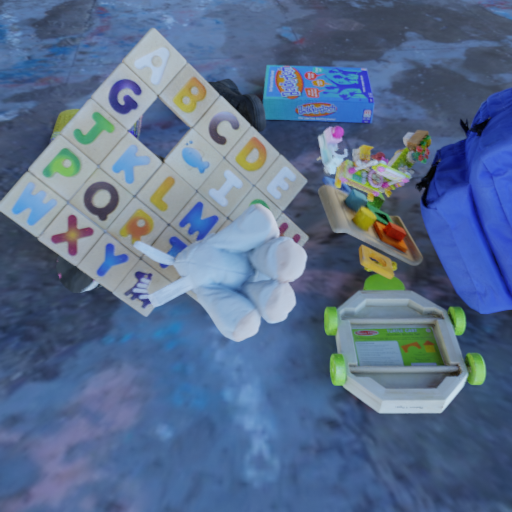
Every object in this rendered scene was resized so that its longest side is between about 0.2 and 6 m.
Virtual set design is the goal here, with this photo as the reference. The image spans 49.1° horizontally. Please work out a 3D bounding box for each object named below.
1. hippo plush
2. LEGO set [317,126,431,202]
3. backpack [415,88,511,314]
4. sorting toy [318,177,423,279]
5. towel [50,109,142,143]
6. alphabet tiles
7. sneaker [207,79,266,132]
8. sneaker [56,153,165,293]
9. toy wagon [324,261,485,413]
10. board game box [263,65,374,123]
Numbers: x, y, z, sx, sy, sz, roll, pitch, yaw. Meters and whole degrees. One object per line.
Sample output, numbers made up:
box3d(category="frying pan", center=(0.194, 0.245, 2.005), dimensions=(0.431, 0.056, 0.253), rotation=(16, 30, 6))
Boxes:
box3d(category="hippo plush", center=(-0.231, 0.333, 6.431), dimensions=(1.711, 1.376, 1.363), rotation=(-19, 76, 3))
box3d(category="LEGO set", center=(1.835, -1.280, 7.466), dimensions=(2.074, 0.954, 0.772), rotation=(-9, -2, -32))
box3d(category="backpack", center=(3.895, -1.053, 7.473), dimensions=(2.966, 2.873, 3.535), rotation=(-11, 24, 31))
box3d(category="sorting toy", center=(1.749, -0.552, 8.438), dimensions=(1.492, 0.361, 2.649), rotation=(20, 30, -18))
box3d(category="towel", center=(-3.207, -2.295, 11.023), dimensions=(1.740, 0.276, 2.422), rotation=(-2, 41, -4))
box3d(category="alphabet tiles", center=(-0.922, -0.603, 6.949), dimensions=(2.716, 3.249, 0.123), rotation=(-51, 23, -5))
box3d(category="sneaker", center=(-0.889, -3.086, 11.597), dimensions=(1.340, 0.772, 2.569), rotation=(-17, 39, -19))
box3d(category="sneaker", center=(-1.894, -0.490, 7.843), dimensions=(0.888, 0.955, 2.211), rotation=(39, 95, 14))
box3d(category="toy wagon", center=(1.791, 0.961, 7.223), dimensions=(1.786, 0.455, 2.302), rotation=(0, 40, 0))
box3d(category="board game box", center=(1.323, -3.569, 12.266), dimensions=(2.313, 0.520, 1.759), rotation=(2, 42, 2))
